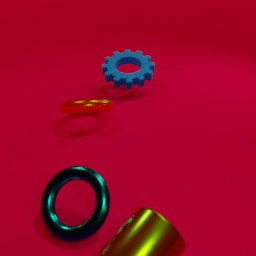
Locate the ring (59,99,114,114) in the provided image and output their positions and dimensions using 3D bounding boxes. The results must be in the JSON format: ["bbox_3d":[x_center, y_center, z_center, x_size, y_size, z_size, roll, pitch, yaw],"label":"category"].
[{"bbox_3d":[-1.174,-0.598,8.003,1.568,0.314,1.568,-4,0,0],"label":"ring"}]

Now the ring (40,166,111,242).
[{"bbox_3d":[-0.902,1.264,4.765,1.262,0.252,1.262,-5,69,13],"label":"ring"}]

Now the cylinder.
[{"bbox_3d":[0.199,1.701,3.850,0.873,0.873,0.873,24,54,35],"label":"cylinder"}]

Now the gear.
[{"bbox_3d":[0.011,-2.112,9.958,1.812,0.335,1.812,0,50,1],"label":"gear"}]
